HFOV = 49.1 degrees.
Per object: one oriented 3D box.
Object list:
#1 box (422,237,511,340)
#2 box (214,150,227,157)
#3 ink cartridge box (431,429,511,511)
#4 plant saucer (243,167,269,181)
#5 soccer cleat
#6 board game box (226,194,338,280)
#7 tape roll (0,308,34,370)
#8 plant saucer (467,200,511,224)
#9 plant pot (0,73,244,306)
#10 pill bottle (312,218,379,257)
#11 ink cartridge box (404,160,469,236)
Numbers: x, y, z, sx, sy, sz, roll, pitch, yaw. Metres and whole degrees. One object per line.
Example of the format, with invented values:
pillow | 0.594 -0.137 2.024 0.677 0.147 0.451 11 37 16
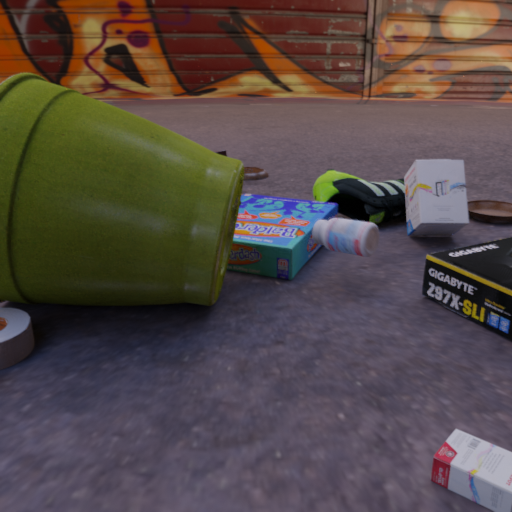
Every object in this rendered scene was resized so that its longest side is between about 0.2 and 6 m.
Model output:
box | 4.709 0.442 8.526 3.317 0.818 2.649 -10 24 -25
box | -1.292 -2.797 17.220 0.646 0.778 0.639 -1 16 36
ink cartridge box | 2.046 1.961 5.088 0.726 0.301 0.529 17 26 38
plant saucer | -0.290 -2.619 17.713 1.388 0.223 1.388 1 19 0
soccer cleat | 2.972 -1.193 12.880 3.358 1.134 1.361 5 46 -1
board game box | 0.177 -0.492 11.172 2.208 0.653 2.903 8 24 21
tape roll | -3.547 1.092 7.334 1.174 0.388 1.174 0 21 0
plant saucer | 5.646 -1.031 13.301 1.463 0.268 1.463 -1 21 0
plant pot | -1.992 -0.655 8.521 3.347 3.476 3.476 12 21 0
pill bottle | 1.439 -0.322 9.115 1.002 0.545 0.545 11 23 39
ink cartridge box | 3.705 -1.191 11.626 0.990 1.369 1.007 0 -13 0
